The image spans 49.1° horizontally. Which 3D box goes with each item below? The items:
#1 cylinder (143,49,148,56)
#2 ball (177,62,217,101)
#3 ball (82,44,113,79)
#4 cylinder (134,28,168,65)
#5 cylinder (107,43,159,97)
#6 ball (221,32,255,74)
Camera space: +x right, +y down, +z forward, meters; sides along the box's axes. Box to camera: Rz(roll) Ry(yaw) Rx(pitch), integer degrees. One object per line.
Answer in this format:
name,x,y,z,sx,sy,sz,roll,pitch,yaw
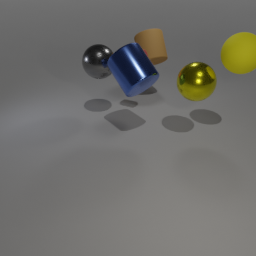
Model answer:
cylinder,0.366,-2.879,11.593,0.700,0.700,0.700,8,29,33
ball,2.447,-1.652,10.017,1.400,1.400,1.400,0,29,0
ball,-1.190,-2.722,11.527,1.400,1.400,1.400,0,29,0
cylinder,1.108,-3.873,13.583,1.400,1.400,1.400,-11,-1,0
cylinder,0.183,-2.059,10.034,1.400,1.400,1.400,-25,78,-37
ball,3.942,-2.579,9.694,1.400,1.400,1.400,0,29,0
